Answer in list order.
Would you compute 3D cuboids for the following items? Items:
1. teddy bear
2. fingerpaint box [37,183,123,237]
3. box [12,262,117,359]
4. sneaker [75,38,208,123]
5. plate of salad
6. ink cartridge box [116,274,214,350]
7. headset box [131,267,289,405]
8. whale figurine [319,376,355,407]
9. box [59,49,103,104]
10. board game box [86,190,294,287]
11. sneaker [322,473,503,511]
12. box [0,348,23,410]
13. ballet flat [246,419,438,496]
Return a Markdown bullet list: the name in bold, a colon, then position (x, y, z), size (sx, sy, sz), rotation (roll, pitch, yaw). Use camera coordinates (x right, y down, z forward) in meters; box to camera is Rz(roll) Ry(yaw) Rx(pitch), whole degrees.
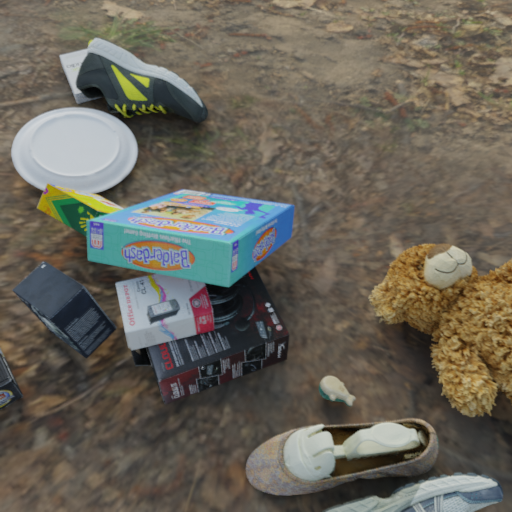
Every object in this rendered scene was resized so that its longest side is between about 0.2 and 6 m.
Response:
- **teddy bear**: position (3.877, 1.124, 8.567), size (3.130, 1.441, 4.317), rotation (-31, 59, 0)
- **fingerpaint box**: position (-3.016, -0.753, 10.322), size (1.231, 1.476, 0.541), rotation (28, 97, 19)
- **box**: position (-3.075, 0.867, 9.039), size (1.176, 1.157, 0.729), rotation (23, 59, 36)
- **sneaker**: position (-2.669, -3.705, 12.991), size (3.305, 1.231, 1.398), rotation (28, 87, 10)
- **plate of salad**: position (-3.843, -2.197, 11.983), size (2.556, 0.614, 2.556), rotation (5, 56, -8)
- **ink cartridge box**: position (-1.380, 0.768, 8.512), size (1.315, 0.563, 0.971), rotation (-12, 54, -13)
- **headset box**: position (-0.885, 1.179, 9.137), size (2.359, 0.911, 1.755), rotation (-16, 53, -14)
- **whale figurine**: position (1.243, 2.148, 8.721), size (0.588, 0.305, 0.468), rotation (33, 33, 12)
- **box**: position (-4.070, -4.576, 14.013), size (1.300, 0.327, 1.802), rotation (-20, 56, -15)
- **board game box**: position (-0.914, -0.427, 9.303), size (2.338, 0.692, 3.074), rotation (10, 18, 18)
- **sneaker**: position (2.064, 3.615, 7.341), size (2.565, 0.995, 1.107), rotation (-16, 63, -2)
- **box**: position (-5.424, 1.642, 8.935), size (2.324, 0.642, 2.901), rotation (-28, 57, -20)
- **ballet flat**: position (1.223, 2.713, 7.916), size (2.793, 0.939, 0.951), rotation (-8, 52, -6)
